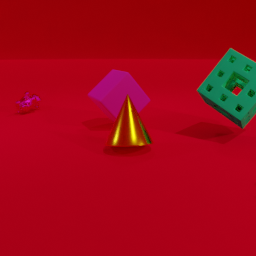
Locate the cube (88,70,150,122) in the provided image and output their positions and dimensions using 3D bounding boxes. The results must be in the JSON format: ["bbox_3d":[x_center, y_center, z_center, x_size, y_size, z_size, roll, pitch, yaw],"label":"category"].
[{"bbox_3d":[-0.250,-0.793,7.340,1.011,1.011,1.011,-46,28,-7],"label":"cube"}]

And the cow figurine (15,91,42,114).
[{"bbox_3d":[-3.317,-0.792,9.334,0.538,0.964,0.980,37,60,0],"label":"cow figurine"}]

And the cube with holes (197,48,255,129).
[{"bbox_3d":[2.482,-0.847,6.384,1.146,1.146,1.146,41,9,24],"label":"cube with holes"}]

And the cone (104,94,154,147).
[{"bbox_3d":[0.011,-0.180,5.685,1.017,1.021,1.017,-2,2,0],"label":"cone"}]
